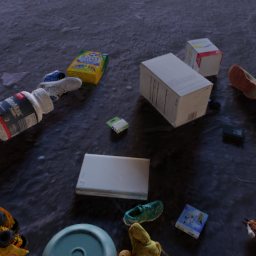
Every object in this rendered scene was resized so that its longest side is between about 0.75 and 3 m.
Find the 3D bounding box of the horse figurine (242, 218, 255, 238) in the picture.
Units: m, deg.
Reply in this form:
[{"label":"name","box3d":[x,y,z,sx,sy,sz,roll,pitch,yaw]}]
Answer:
[{"label":"horse figurine","box3d":[4.794,3.362,7.734,2.751,0.687,1.823,-4,28,8]}]

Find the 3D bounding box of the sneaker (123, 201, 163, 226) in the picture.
[{"label":"sneaker","box3d":[0.505,2.613,8.682,1.360,0.542,0.527,-19,49,-18]}]

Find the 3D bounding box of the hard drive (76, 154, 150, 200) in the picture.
[{"label":"hard drive","box3d":[-0.471,1.667,9.773,2.372,0.312,1.564,5,46,4]}]

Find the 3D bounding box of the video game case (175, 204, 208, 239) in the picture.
[{"label":"video game case","box3d":[1.979,2.874,8.674,0.741,0.186,0.818,25,50,21]}]

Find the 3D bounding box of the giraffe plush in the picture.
[{"label":"giraffe plush","box3d":[0.266,3.458,7.498,1.158,1.232,1.428,-40,40,-18]}]

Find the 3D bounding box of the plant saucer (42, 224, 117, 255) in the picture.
[{"label":"plant saucer","box3d":[-1.386,3.628,7.797,2.174,0.391,2.174,0,46,0]}]

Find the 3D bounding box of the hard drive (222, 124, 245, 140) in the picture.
[{"label":"hard drive","box3d":[4.282,0.156,11.376,0.819,0.135,0.572,17,48,15]}]

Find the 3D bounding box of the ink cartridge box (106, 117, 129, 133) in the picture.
[{"label":"ink cartridge box","box3d":[-0.451,-0.189,11.686,0.600,0.198,0.825,-31,55,-26]}]

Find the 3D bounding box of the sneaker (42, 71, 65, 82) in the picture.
[{"label":"sneaker","box3d":[-3.567,-2.404,13.659,0.668,0.461,1.200,16,41,27]}]

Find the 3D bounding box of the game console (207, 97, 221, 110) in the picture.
[{"label":"game console","box3d":[3.732,-1.158,12.685,0.544,0.111,0.923,-21,49,-20]}]

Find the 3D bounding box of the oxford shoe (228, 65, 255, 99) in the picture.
[{"label":"oxford shoe","box3d":[5.644,-2.147,13.329,0.889,0.853,2.409,6,43,-26]}]

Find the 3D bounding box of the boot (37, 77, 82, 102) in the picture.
[{"label":"boot","box3d":[-3.132,-1.670,12.856,2.059,0.757,0.984,-10,53,1]}]

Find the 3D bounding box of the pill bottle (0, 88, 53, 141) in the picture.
[{"label":"pill bottle","box3d":[-4.307,-0.655,11.293,2.345,1.402,1.402,-35,55,-29]}]

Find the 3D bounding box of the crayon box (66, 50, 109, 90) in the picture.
[{"label":"crayon box","box3d":[-2.051,-2.986,14.118,1.520,0.624,2.418,11,47,10]}]

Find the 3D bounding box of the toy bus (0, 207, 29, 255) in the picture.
[{"label":"toy bus","box3d":[-3.759,3.223,7.858,1.447,1.023,1.507,-37,58,-15]}]

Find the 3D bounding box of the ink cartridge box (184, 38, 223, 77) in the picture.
[{"label":"ink cartridge box","box3d":[3.777,-3.599,14.284,1.223,1.229,1.692,-12,47,-11]}]

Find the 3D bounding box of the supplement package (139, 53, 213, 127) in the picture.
[{"label":"supplement package","box3d":[1.938,-1.707,12.108,1.703,1.682,2.809,-22,50,-20]}]
